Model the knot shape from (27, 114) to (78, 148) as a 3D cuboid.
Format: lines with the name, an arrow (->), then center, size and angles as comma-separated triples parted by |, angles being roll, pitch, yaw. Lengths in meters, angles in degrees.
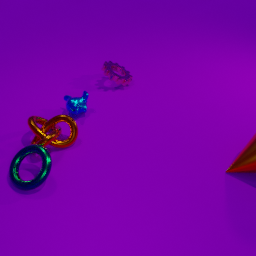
knot shape -> -2.290, 0.068, 7.991 | 1.491, 0.689, 1.395 | -29, 50, -28

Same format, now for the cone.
cone -> 3.207, 0.789, 7.119 | 1.564, 1.558, 1.558 | -27, 40, 9

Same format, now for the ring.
ring -> -2.421, 0.963, 6.937 | 1.172, 0.234, 1.172 | -7, 65, 16

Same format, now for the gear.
gear -> -0.404, -2.053, 10.477 | 1.203, 0.223, 1.203 | 24, 34, -17

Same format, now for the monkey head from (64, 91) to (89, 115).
monkey head -> -1.629, -0.829, 8.992 | 0.668, 0.798, 1.109 | 3, 29, -39
